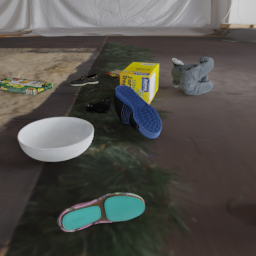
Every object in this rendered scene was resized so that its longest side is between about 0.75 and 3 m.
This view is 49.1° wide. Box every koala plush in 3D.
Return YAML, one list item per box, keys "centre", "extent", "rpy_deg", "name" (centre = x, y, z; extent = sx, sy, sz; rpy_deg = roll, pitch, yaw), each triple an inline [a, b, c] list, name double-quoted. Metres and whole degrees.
- centre: [2.920, -2.658, 14.007]
  extent: [1.874, 1.808, 2.039]
  rpy_deg: [-25, 37, -25]
  name: "koala plush"

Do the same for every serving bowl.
- centre: [-2.144, 0.405, 8.543]
  extent: [2.224, 0.732, 2.224]
  rpy_deg: [0, 26, 0]
  name: "serving bowl"

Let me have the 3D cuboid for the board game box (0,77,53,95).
- centre: [-5.591, -2.215, 14.658]
  extent: [2.895, 0.340, 1.517]
  rpy_deg: [10, 29, 21]
  name: "board game box"

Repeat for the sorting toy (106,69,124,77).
- centre: [-0.603, -3.241, 16.882]
  extent: [0.785, 0.275, 1.627]
  rpy_deg: [18, 30, 33]
  name: "sorting toy"

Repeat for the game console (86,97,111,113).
- centre: [-1.115, -1.043, 12.291]
  extent: [0.960, 0.196, 1.628]
  rpy_deg: [7, 27, 14]
  name: "game console"

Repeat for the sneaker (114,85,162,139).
- centre: [0.289, -0.415, 10.160]
  extent: [0.961, 1.068, 2.741]
  rpy_deg: [-14, 47, -23]
  name: "sneaker"

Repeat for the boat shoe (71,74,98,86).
- centre: [-2.403, -2.647, 15.380]
  extent: [1.610, 0.504, 0.589]
  rpy_deg: [-15, 29, -26]
  name: "boat shoe"

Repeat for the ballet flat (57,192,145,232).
- centre: [-0.581, 1.723, 5.996]
  extent: [1.856, 0.641, 0.660]
  rpy_deg: [-9, 6, -18]
  name: "ballet flat"

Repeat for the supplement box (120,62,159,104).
- centre: [0.599, -2.199, 13.341]
  extent: [1.387, 1.378, 2.532]
  rpy_deg: [6, 26, 14]
  name: "supplement box"
